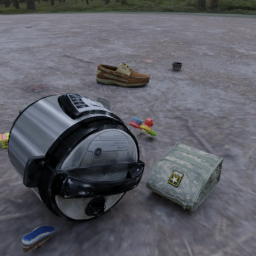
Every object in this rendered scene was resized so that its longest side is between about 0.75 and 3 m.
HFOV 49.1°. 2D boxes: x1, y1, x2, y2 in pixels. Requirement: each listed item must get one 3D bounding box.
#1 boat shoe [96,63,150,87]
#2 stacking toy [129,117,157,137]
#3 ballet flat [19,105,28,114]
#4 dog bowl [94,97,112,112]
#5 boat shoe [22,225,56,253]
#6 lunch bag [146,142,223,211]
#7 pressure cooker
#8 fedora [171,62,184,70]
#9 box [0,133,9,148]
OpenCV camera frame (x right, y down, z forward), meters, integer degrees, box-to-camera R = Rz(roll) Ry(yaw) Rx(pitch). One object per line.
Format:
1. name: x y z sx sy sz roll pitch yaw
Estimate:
1. boat shoe: -0.281 -2.522 13.123 2.599 0.960 0.983 5 28 9
2. stacking toy: 0.531 -0.091 8.630 0.871 0.368 0.788 19 -8 42
3. ballet flat: -3.229 -0.342 9.601 1.656 0.558 0.528 26 65 42
4. dog bowl: -1.565 -0.480 9.625 2.056 0.603 2.056 0 28 0
5. boat shoe: -1.647 2.029 5.142 0.287 0.288 0.796 14 5 25
6. lunch bag: 1.275 1.102 6.365 1.203 0.863 1.467 21 40 33
7. pressure cooker: -0.987 0.635 5.810 2.239 2.274 2.546 -41 44 -20
8. fedora: 2.693 -3.388 15.415 0.728 0.372 0.824 6 23 8
9. box: -3.236 0.284 8.495 1.167 0.293 0.439 -13 30 -23
